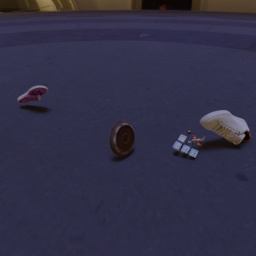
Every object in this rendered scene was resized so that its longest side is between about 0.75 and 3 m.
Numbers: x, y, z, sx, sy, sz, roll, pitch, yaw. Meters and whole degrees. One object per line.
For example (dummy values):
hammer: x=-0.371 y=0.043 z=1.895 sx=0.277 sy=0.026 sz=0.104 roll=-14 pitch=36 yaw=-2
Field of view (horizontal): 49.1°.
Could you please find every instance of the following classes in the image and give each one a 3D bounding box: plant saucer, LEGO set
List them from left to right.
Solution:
plant saucer: x=-0.107 y=0.275 z=7.327 sx=0.151 sy=0.940 sz=0.940 roll=5 pitch=24 yaw=42
LEGO set: x=1.673 y=0.360 z=7.591 sx=0.651 sy=0.214 sz=0.871 roll=23 pitch=43 yaw=18

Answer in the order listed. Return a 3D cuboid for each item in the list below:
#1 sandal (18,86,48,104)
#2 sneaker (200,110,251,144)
sandal: x=-3.362 y=-1.097 z=9.997 sx=1.505 sy=0.370 sz=0.613 roll=-20 pitch=-16 yaw=38
sneaker: x=2.791 y=0.023 z=7.714 sx=1.796 sy=0.654 sz=0.761 roll=8 pitch=48 yaw=-31
